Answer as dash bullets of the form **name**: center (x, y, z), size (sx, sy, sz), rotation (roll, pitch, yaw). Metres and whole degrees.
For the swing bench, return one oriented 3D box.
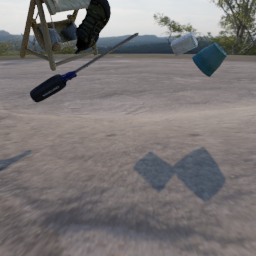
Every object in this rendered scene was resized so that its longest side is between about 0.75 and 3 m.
- **swing bench**: center (-2.177, -3.533, 9.174), size (1.599, 2.465, 2.451), rotation (24, 36, 19)

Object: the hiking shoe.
- **hiking shoe**: center (-0.784, -2.164, 6.007), size (0.518, 1.368, 0.689), rotation (28, 50, -3)

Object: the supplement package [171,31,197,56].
- **supplement package**: center (2.026, -3.035, 10.120), size (0.837, 0.476, 0.458), rotation (-19, 30, 27)

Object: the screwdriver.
- **screwdriver**: center (-0.864, -1.175, 5.607), size (2.535, 0.369, 0.354), rotation (-24, 16, 9)

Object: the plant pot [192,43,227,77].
- **plant pot**: center (2.748, -2.313, 9.276), size (0.904, 0.849, 0.904), rotation (31, 35, -25)
